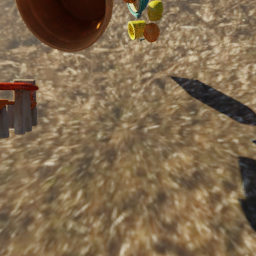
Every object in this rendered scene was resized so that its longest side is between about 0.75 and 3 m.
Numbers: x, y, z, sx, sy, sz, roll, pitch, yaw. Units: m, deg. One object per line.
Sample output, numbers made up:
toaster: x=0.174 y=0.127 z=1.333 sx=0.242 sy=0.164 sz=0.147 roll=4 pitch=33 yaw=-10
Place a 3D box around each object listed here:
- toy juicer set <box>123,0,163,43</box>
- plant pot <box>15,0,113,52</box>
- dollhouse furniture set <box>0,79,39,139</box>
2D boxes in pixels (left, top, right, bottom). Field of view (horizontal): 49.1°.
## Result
toy juicer set: x=0.250 y=-2.939 z=6.252 sx=0.598 sy=2.196 sz=1.397 roll=-18 pitch=38 yaw=-14
plant pot: x=-1.181 y=-2.908 z=6.177 sx=2.056 sy=2.056 sz=1.439 roll=13 pitch=37 yaw=9
dollhouse furniture set: x=-2.241 y=-0.491 z=3.358 sx=2.177 sy=2.201 sz=1.134 roll=-1 pitch=95 yaw=-8
